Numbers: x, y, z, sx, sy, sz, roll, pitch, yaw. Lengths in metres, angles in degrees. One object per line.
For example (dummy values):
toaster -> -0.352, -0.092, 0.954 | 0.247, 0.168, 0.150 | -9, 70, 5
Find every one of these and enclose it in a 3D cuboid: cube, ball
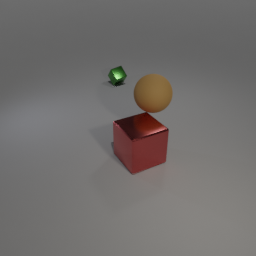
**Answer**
cube -> -0.589, -2.894, 15.503 | 0.700, 0.700, 0.700 | -26, 81, -25
cube -> 0.412, 0.480, 9.700 | 1.400, 1.400, 1.400 | -17, 35, -25
ball -> 0.900, -1.239, 10.079 | 1.400, 1.400, 1.400 | 0, 32, 0
